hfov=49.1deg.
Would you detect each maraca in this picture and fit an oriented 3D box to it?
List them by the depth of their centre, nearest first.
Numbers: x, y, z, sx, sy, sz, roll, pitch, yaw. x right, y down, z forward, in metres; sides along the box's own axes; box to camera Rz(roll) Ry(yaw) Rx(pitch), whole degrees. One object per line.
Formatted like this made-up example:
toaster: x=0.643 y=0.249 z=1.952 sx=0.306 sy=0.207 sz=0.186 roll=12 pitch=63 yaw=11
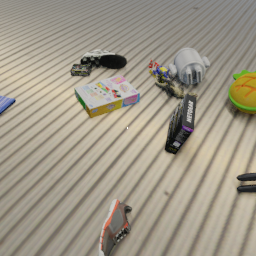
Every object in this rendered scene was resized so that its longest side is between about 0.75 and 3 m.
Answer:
maraca: x=5.254 y=-1.663 z=11.816 sx=1.912 sy=1.492 sz=2.788 roll=5 pitch=45 yaw=17

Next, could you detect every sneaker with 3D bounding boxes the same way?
sneaker: x=-0.295 y=2.750 z=7.603 sx=0.738 sy=0.695 sz=1.803 roll=14 pitch=44 yaw=6
sneaker: x=-1.203 y=-3.681 z=14.530 sx=2.396 sy=0.888 sz=1.060 roll=5 pitch=45 yaw=5

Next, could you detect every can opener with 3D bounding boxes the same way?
can opener: x=4.686 y=1.672 z=8.851 sx=2.579 sy=1.014 sz=0.818 roll=-10 pitch=82 yaw=-6

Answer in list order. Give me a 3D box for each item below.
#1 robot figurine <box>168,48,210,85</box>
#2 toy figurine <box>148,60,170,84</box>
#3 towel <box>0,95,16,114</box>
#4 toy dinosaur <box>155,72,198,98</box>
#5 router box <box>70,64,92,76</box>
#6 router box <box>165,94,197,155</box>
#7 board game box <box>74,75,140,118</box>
robot figurine: x=2.926 y=-3.001 z=13.473 sx=1.924 sy=1.281 sz=2.269 roll=-8 pitch=43 yaw=3
toy figurine: x=1.734 y=-2.828 z=13.717 sx=0.909 sy=0.801 sz=1.518 roll=-12 pitch=44 yaw=-21
towel: x=-6.050 y=-1.085 z=12.156 sx=1.924 sy=0.229 sz=1.393 roll=15 pitch=44 yaw=17
toy dinosaur: x=1.850 y=-1.876 z=12.566 sx=2.602 sy=1.147 sz=0.617 roll=36 pitch=96 yaw=37
router box: x=-2.355 y=-2.930 z=14.132 sx=0.964 sy=0.299 sz=0.722 roll=3 pitch=40 yaw=4
router box: x=1.931 y=-0.164 z=10.220 sx=0.480 sy=1.403 sz=1.881 roll=23 pitch=44 yaw=-4
board game box: x=-0.930 y=-1.466 z=12.379 sx=2.371 sy=0.478 sz=1.814 roll=-20 pitch=46 yaw=-21
